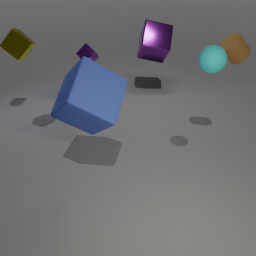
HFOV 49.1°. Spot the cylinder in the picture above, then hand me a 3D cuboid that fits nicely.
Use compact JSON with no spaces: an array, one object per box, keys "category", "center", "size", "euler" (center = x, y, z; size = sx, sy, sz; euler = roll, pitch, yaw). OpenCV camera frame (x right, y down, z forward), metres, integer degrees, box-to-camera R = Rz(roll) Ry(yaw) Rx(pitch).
[{"category":"cylinder","center":[3.350,-2.478,8.761],"size":[0.700,0.700,0.700],"euler":[37,14,-28]}]

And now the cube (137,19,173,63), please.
[{"category":"cube","center":[1.319,-4.274,13.936],"size":[1.400,1.400,1.400],"euler":[10,-13,-6]}]

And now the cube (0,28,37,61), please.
[{"category":"cube","center":[-3.396,-2.580,8.708],"size":[0.700,0.700,0.700],"euler":[39,9,-15]}]

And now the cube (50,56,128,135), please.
[{"category":"cube","center":[-1.073,-0.813,7.694],"size":[1.400,1.400,1.400],"euler":[26,-25,-25]}]

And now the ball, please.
[{"category":"ball","center":[2.175,-1.768,7.196],"size":[0.700,0.700,0.700],"euler":[0,29,0]}]

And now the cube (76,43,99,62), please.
[{"category":"cube","center":[-1.923,-3.480,13.404],"size":[0.700,0.700,0.700],"euler":[43,2,9]}]
